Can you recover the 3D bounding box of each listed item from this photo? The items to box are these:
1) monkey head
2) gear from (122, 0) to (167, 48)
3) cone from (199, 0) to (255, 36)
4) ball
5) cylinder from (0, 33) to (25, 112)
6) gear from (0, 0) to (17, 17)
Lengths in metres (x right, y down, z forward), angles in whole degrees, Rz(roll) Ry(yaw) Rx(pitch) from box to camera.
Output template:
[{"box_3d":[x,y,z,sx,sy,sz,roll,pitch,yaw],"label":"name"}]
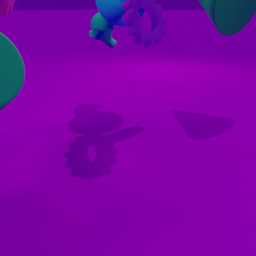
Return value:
[{"box_3d":[-0.628,-2.893,8.212,0.958,0.802,1.331,39,47,-8],"label":"monkey head"},{"box_3d":[0.415,-2.575,6.663,1.262,1.262,0.233,-23,12,-40],"label":"gear"},{"box_3d":[2.367,-3.535,7.601,1.630,1.630,1.636,-14,38,-28],"label":"cone"},{"box_3d":[-0.159,-3.411,7.379,1.382,1.382,1.382,0,25,0],"label":"ball"},{"box_3d":[-2.045,-0.632,3.627,1.086,1.086,1.086,-22,4,-39],"label":"cylinder"},{"box_3d":[-1.794,-2.744,4.302,0.357,1.931,1.931,16,19,-20],"label":"gear"}]
